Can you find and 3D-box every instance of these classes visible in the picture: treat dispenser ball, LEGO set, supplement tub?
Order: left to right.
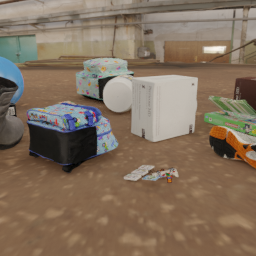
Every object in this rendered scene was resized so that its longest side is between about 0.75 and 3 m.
[{"bbox_3d":[-5.376,-1.816,11.390,2.173,2.173,2.173,0,16,0],"label":"treat dispenser ball"},{"bbox_3d":[-0.234,-1.405,11.288,1.364,1.364,1.886,2,16,8],"label":"supplement tub"},{"bbox_3d":[0.512,0.948,5.466,0.967,0.237,0.722,-2,13,37],"label":"LEGO set"}]

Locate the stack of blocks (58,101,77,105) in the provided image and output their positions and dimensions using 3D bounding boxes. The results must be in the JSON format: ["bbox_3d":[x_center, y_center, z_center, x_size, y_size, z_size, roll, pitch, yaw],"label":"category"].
[{"bbox_3d":[-2.465,-0.922,11.656,0.485,0.247,0.842,-15,22,-42],"label":"stack of blocks"}]

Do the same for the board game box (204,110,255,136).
[{"bbox_3d":[3.816,-0.211,9.070,1.487,0.322,2.210,-10,19,-29],"label":"board game box"}]

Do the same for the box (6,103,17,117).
[{"bbox_3d":[-4.706,-0.363,8.813,1.908,0.752,1.347,-16,24,-42],"label":"box"}]

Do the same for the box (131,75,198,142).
[{"bbox_3d":[1.043,-0.637,8.137,1.669,1.660,1.091,-11,19,-33],"label":"box"}]

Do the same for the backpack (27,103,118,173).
[{"bbox_3d":[-1.166,0.073,6.485,1.687,1.243,1.848,13,20,40],"label":"backpack"}]

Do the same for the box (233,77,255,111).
[{"bbox_3d":[5.226,-1.041,10.071,1.018,1.360,2.716,-10,19,-31],"label":"box"}]

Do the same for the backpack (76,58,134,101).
[{"bbox_3d":[-1.263,-2.369,13.662,2.634,2.019,2.315,6,21,44],"label":"backpack"}]

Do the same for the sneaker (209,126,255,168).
[{"bbox_3d":[2.729,0.442,6.435,0.847,0.697,1.842,-3,22,-36],"label":"sneaker"}]

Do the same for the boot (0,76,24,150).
[{"bbox_3d":[-2.967,-0.354,6.555,0.918,1.732,2.632,32,14,0],"label":"boot"}]

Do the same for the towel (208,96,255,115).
[{"bbox_3d":[3.270,-0.706,8.767,0.961,0.147,1.260,29,-8,-38],"label":"towel"}]
